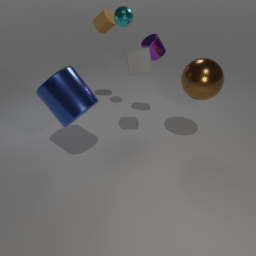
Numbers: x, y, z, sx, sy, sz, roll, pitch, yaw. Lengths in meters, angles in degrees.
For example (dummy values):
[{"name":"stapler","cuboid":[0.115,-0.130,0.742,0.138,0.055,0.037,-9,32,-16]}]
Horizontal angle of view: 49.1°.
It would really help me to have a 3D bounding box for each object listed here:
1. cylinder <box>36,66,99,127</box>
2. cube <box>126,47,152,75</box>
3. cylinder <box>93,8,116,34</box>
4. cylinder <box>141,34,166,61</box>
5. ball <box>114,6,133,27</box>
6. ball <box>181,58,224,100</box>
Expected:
[{"name":"cylinder","cuboid":[-1.875,-0.972,8.779,1.400,1.400,1.400,-37,7,5]},{"name":"cube","cuboid":[0.365,-2.143,8.965,0.700,0.700,0.700,-7,20,10]},{"name":"cylinder","cuboid":[-0.901,-4.222,11.083,0.700,0.700,0.700,-26,13,38]},{"name":"cylinder","cuboid":[0.941,-2.973,10.330,0.700,0.700,0.700,-24,41,22]},{"name":"ball","cuboid":[-0.161,-3.969,10.000,0.700,0.700,0.700,0,31,0]},{"name":"ball","cuboid":[2.497,-1.631,9.407,1.400,1.400,1.400,0,31,0]}]
